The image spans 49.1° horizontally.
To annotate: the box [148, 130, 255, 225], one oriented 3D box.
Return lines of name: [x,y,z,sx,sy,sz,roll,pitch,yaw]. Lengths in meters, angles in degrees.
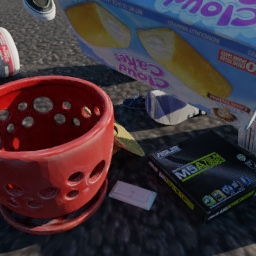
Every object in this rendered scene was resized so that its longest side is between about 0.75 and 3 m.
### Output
box: [1.773,0.936,6.206,1.987,0.472,1.919,-18,41,-25]

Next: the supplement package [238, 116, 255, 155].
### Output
supplement package: [4.441,-0.315,6.134,2.642,2.032,2.763,-36,46,-19]

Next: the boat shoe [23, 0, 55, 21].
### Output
boat shoe: [-2.566,-3.908,7.651,0.790,0.777,2.191,-16,67,-24]

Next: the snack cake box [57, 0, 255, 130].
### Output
snack cake box: [0.445,-1.070,3.080,2.432,1.399,0.817,29,74,21]

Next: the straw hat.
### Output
straw hat: [-0.642,0.248,6.773,0.883,2.086,2.086,-46,41,7]

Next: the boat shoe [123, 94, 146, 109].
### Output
boat shoe: [0.440,-0.875,8.843,1.208,0.415,0.509,2,35,2]

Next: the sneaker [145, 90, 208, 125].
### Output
sneaker: [1.508,-0.951,8.580,2.544,1.028,1.469,-10,32,-26]

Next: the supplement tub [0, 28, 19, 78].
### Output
supplement tub: [-5.372,-2.489,9.953,2.508,1.760,1.760,-23,41,-29]

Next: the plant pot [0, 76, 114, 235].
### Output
plant pot: [-1.436,0.519,5.216,2.443,2.225,2.443,-1,37,1]

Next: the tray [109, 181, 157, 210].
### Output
tray: [0.099,1.377,5.896,0.925,0.103,0.497,14,38,19]
